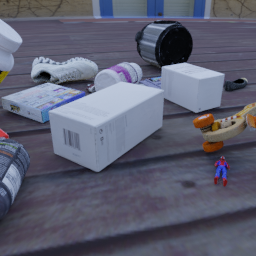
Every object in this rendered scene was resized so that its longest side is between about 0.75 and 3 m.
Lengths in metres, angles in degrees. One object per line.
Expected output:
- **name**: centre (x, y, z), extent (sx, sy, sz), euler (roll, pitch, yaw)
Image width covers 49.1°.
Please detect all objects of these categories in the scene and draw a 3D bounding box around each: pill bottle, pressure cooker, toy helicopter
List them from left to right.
- **pill bottle**: centre (-4.578, -1.851, 8.398), extent (1.673, 2.976, 1.673), euler (40, 15, -13)
- **pill bottle**: centre (-2.481, 1.016, 5.054), extent (0.979, 0.979, 1.843), euler (-1, 26, -3)
- **pill bottle**: centre (-0.277, -1.854, 10.699), extent (1.151, 1.151, 2.050), euler (14, 29, 25)
- **pressure cooker**: centre (1.701, -4.277, 14.386), extent (2.309, 2.274, 2.585), euler (-37, 36, -11)
- **toy helicopter**: centre (2.702, -0.206, 6.737), extent (2.097, 0.827, 1.387), euler (-28, 9, -30)

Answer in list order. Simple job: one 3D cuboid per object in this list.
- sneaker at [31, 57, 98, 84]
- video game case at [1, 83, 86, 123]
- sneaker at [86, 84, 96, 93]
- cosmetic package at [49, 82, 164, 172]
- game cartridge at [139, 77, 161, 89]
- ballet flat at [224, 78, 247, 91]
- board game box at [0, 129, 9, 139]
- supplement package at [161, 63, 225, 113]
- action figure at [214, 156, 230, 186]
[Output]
- **sneaker**: centre (-2.736, -2.350, 12.077), extent (2.873, 1.080, 1.165), euler (-1, 42, 0)
- **video game case**: centre (-2.812, -0.928, 9.556), extent (1.868, 0.468, 2.061), euler (16, 30, 28)
- **sneaker**: centre (-1.316, -1.722, 11.334), extent (0.570, 0.373, 0.986), euler (14, 30, 32)
- **cosmetic package**: centre (-0.411, -0.227, 7.300), extent (1.542, 1.216, 2.867), euler (17, 30, 34)
- **game cartridge**: centre (1.598, -1.805, 11.540), extent (2.023, 0.388, 1.312), euler (-13, 33, -24)
- **ballet flat**: centre (4.492, -1.868, 11.538), extent (1.514, 0.430, 0.503), euler (-22, 34, -37)
- **board game box**: centre (-4.404, 0.422, 6.544), extent (1.909, 0.584, 2.521), euler (24, 31, 39)
- **supplement package**: centre (2.206, -1.476, 9.880), extent (1.168, 1.182, 1.950), euler (-15, 30, -27)
- **action figure**: centre (2.067, 0.898, 6.167), extent (0.320, 0.253, 0.977), euler (6, 24, 18)
